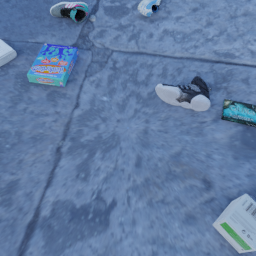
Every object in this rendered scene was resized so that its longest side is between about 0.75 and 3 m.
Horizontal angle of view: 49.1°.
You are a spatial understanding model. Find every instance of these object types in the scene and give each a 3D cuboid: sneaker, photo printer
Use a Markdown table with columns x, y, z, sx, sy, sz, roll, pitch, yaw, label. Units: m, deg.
| x | y | z | sx | sy | sz | roll | pitch | yaw | label |
| --- | --- | --- | --- | --- | --- | --- | --- | --- | --- |
| 1.755 | -1.179 | 8.706 | 1.719 | 0.649 | 0.978 | 19 | 57 | 6 | sneaker |
| -2.267 | -4.502 | 11.021 | 1.511 | 0.632 | 0.913 | -11 | 47 | -9 | sneaker |
| 1.077 | -5.140 | 11.489 | 0.702 | 0.696 | 1.937 | 42 | 56 | -7 | sneaker |
| -4.626 | -2.672 | 9.867 | 1.107 | 0.384 | 0.921 | 36 | 64 | 23 | photo printer |

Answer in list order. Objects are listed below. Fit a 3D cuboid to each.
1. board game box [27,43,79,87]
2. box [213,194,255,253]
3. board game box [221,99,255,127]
| x | y | z | sx | sy | sz | roll | pitch | yaw | label |
| --- | --- | --- | --- | --- | --- | --- | --- | --- | --- |
| -2.515 | -2.169 | 9.530 | 1.238 | 0.366 | 1.627 | 8 | 56 | 6 | board game box |
| 2.574 | 2.136 | 6.262 | 0.869 | 0.745 | 0.865 | -38 | 72 | -22 | box |
| 3.441 | -0.462 | 8.479 | 1.128 | 0.159 | 0.763 | 13 | 57 | 9 | board game box |
